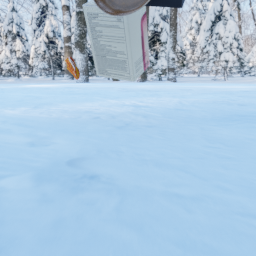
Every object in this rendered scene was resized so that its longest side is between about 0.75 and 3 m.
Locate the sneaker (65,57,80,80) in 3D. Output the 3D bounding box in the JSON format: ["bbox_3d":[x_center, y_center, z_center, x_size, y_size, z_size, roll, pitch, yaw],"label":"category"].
[{"bbox_3d":[-1.884,-1.997,9.524,0.323,0.837,0.305,-28,-9,26],"label":"sneaker"}]

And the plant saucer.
[{"bbox_3d":[-0.007,-3.524,6.261,2.051,2.051,0.329,7,7,32],"label":"plant saucer"}]

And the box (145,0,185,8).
[{"bbox_3d":[0.950,-3.714,6.970,1.191,0.666,1.688,9,52,18],"label":"box"}]

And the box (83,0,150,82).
[{"bbox_3d":[-0.296,-3.074,9.517,1.616,2.527,1.377,15,45,25],"label":"box"}]
